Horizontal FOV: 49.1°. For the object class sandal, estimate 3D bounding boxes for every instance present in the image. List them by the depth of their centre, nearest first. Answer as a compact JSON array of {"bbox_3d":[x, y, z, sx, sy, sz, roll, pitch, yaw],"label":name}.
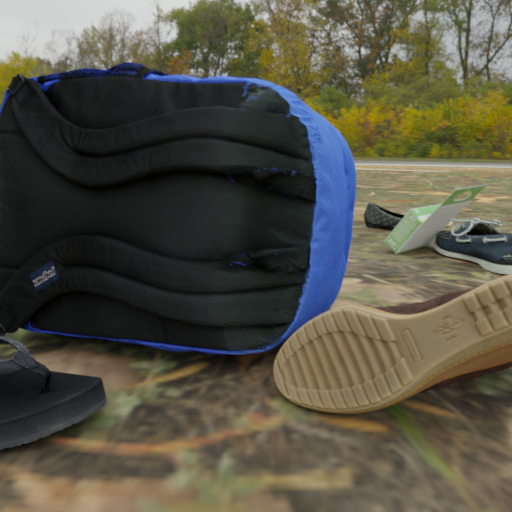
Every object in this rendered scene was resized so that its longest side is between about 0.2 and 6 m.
[{"bbox_3d":[-2.289,0.885,4.123,2.462,0.527,0.936,4,12,18],"label":"sandal"}]

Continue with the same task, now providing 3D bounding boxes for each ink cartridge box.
[{"bbox_3d":[3.085,-0.732,9.683,1.165,1.601,0.384,-12,55,-42],"label":"ink cartridge box"}]

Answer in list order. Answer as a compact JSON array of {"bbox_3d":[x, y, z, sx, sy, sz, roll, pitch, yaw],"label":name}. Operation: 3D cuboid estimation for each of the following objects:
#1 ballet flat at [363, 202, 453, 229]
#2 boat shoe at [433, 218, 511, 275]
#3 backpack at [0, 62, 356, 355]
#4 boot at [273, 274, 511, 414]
[{"bbox_3d":[3.261,-0.834,12.223,2.011,0.571,0.668,9,12,35],"label":"ballet flat"},{"bbox_3d":[3.623,-0.246,9.088,0.854,0.705,2.281,-5,12,-7],"label":"boat shoe"},{"bbox_3d":[-0.608,-0.508,5.686,3.242,2.635,2.721,4,7,25],"label":"backpack"},{"bbox_3d":[1.398,0.770,4.448,2.120,0.767,1.763,-23,-25,27],"label":"boot"}]
